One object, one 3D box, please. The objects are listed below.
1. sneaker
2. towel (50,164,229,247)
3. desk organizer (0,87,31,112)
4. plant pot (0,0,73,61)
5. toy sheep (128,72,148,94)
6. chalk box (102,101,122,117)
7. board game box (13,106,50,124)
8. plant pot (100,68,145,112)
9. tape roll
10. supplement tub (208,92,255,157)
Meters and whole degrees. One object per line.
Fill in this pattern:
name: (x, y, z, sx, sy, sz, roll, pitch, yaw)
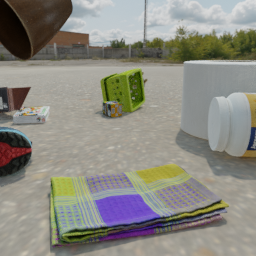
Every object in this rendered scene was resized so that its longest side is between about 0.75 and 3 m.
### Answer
sneaker: (-3.448, 0.433, 5.627, 2.890, 1.146, 1.381, 5, 8, -18)
towel: (0.054, 1.062, 4.464, 2.502, 0.285, 1.797, -4, 16, -15)
desk organizer: (-4.762, -1.124, 10.879, 2.478, 0.889, 0.954, 4, 11, 42)
plant pot: (-2.252, -2.805, 6.882, 1.642, 1.642, 1.757, 14, 46, 41)
toy sheep: (0.390, -2.537, 15.878, 1.910, 1.317, 1.317, -16, 22, -37)
chalk box: (-0.647, -0.745, 10.693, 0.508, 0.512, 0.820, -10, 19, -32)
board game box: (-3.447, -0.494, 10.169, 1.059, 0.290, 1.678, -2, 15, -11)
plant pot: (-0.246, -1.604, 11.830, 1.425, 1.563, 1.571, 1, 21, 27)
tape roll: (3.136, -0.953, 8.433, 3.035, 2.084, 3.035, -1, 15, 0)
supplement tub: (2.955, -0.069, 6.359, 2.026, 1.463, 1.463, 1, 15, 4)
